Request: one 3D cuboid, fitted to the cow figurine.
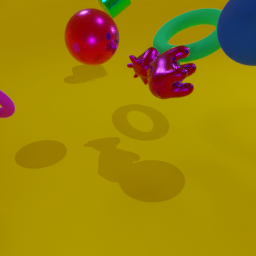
[{"bbox_3d":[0.640,-1.186,6.086,1.581,0.882,1.607,-12,42,29],"label":"cow figurine"}]

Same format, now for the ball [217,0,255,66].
[{"bbox_3d":[2.250,-1.765,4.875,1.341,1.341,1.341,0,34,0],"label":"ball"}]

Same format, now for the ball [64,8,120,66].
[{"bbox_3d":[-0.748,-1.885,5.856,1.144,1.144,1.144,0,34,0],"label":"ball"}]

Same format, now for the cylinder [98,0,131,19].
[{"bbox_3d":[-0.474,-4.415,9.756,0.859,0.859,0.859,-39,40,2],"label":"cylinder"}]

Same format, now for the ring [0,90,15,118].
[{"bbox_3d":[-2.719,-0.541,5.387,1.091,1.091,0.218,9,61,13],"label":"ring"}]

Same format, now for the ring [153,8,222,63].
[{"bbox_3d":[1.648,-2.443,7.309,2.091,0.418,2.091,-16,43,15],"label":"ring"}]
